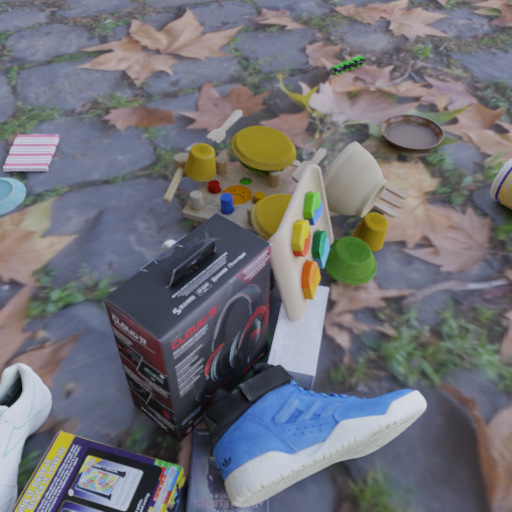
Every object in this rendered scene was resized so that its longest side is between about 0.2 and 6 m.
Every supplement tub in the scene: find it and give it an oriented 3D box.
[{"bbox_3d":[6.149,-1.399,12.369,1.115,1.115,1.533,-31,53,-27],"label":"supplement tub"}]

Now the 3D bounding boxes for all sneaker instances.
[{"bbox_3d":[-0.681,0.189,10.958,2.311,0.887,1.286,31,51,29],"label":"sneaker"},{"bbox_3d":[-3.896,2.822,8.209,0.960,1.094,2.731,4,47,2],"label":"sneaker"},{"bbox_3d":[0.828,2.255,8.543,3.311,1.271,1.842,-19,56,-15],"label":"sneaker"}]

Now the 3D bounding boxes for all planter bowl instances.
[{"bbox_3d":[1.968,-1.379,11.180,0.985,1.464,1.464,38,55,15],"label":"planter bowl"}]

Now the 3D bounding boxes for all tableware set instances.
[{"bbox_3d":[0.692,-1.277,12.100,4.803,0.737,3.236,28,50,11],"label":"tableware set"}]

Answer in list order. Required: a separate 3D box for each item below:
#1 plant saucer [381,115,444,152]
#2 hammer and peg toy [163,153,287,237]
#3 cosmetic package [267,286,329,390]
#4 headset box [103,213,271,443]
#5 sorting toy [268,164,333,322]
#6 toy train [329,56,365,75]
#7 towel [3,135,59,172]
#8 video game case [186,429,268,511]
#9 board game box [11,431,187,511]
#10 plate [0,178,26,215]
[{"bbox_3d":[4.097,-3.202,14.778,1.623,0.260,1.623,-1,45,1],"label":"plant saucer"},{"bbox_3d":[-0.812,-1.331,12.461,2.613,0.922,1.922,14,48,14],"label":"hammer and peg toy"},{"bbox_3d":[0.758,1.368,10.036,0.824,0.506,1.997,12,46,6],"label":"cosmetic package"},{"bbox_3d":[-0.907,1.025,8.554,1.157,3.084,2.292,30,52,26],"label":"headset box"},{"bbox_3d":[0.903,-0.225,9.819,0.392,1.987,2.147,6,46,25],"label":"sorting toy"},{"bbox_3d":[2.846,-5.983,17.549,1.358,0.283,0.383,-27,41,-24],"label":"toy train"},{"bbox_3d":[-5.680,-2.603,14.236,1.090,0.223,1.490,-1,47,-1],"label":"towel"},{"bbox_3d":[-0.413,3.362,8.316,1.182,0.157,1.654,0,44,0],"label":"video game case"},{"bbox_3d":[-2.313,3.807,7.498,2.011,0.690,2.433,11,46,13],"label":"board game box"},{"bbox_3d":[-6.148,-1.428,13.061,1.459,0.186,1.459,0,46,0],"label":"plate"}]
